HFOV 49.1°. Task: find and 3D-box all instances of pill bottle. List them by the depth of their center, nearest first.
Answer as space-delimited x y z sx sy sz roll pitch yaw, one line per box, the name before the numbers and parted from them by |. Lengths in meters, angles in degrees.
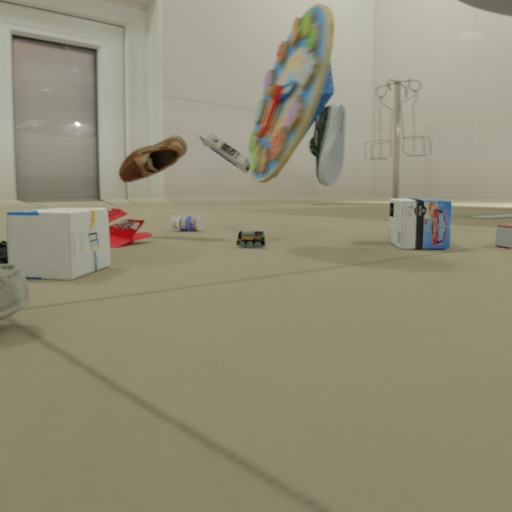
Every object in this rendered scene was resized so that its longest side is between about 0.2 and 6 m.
pill bottle | -1.998 -0.930 16.070 0.835 0.468 0.468 1 8 13

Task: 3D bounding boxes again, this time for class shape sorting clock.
shape sorting clock | 0.561 -3.188 11.127 0.701 3.576 3.576 12 3 -20

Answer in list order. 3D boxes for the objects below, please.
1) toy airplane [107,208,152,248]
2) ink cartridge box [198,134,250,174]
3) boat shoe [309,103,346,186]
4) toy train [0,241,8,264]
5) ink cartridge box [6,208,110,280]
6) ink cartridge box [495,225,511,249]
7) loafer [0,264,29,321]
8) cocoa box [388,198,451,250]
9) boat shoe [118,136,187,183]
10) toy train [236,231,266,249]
toy airplane | -3.791 -0.618 13.038 3.234 0.595 3.234 -3 14 1
ink cartridge box | -0.786 -2.670 14.282 1.418 0.278 0.705 35 -4 10
boat shoe | 1.677 -2.662 13.611 0.769 2.168 0.781 -1 -23 34
toy train | -4.931 0.045 8.782 0.555 0.414 2.425 0 6 27
ink cartridge box | -2.980 -0.229 8.593 0.998 0.981 1.356 1 7 8
ink cartridge box | 5.851 -0.398 11.857 1.180 0.489 0.860 -2 8 -18
loafer | -3.609 0.222 4.670 3.162 1.103 1.106 -3 8 -22
cocoa box | 3.534 -0.726 12.202 1.020 1.037 1.555 0 7 3
boat shoe | -2.715 -2.411 14.288 2.019 0.765 0.725 -26 28 20
toy train | -0.108 -0.348 11.938 0.653 0.372 0.278 2 7 13
